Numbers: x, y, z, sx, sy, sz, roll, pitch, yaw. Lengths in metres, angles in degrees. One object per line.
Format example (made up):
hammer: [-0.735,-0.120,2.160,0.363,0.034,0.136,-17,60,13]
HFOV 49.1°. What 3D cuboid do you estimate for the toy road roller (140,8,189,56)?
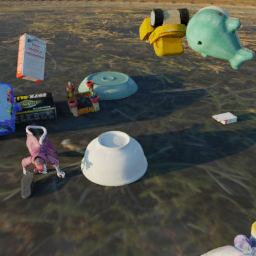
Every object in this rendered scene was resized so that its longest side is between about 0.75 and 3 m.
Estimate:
toy road roller: [1.104,-2.759,8.521,1.096,1.302,1.784,-6,1,-12]

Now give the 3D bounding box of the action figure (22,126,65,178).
action figure: [-2.377,0.728,7.910,1.136,1.263,1.696,-1,15,-14]

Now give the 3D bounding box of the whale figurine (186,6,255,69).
whale figurine: [2.401,-2.276,7.480,1.923,1.530,0.998,43,61,-3]

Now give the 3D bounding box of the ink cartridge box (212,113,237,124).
ink cartridge box: [3.670,-0.346,10.702,0.834,0.210,0.455,-12,32,-18]

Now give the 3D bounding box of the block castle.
block castle: [-1.896,-1.343,11.595,1.229,0.863,1.840,-14,34,-6]

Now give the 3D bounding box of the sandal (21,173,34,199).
sandal: [-2.681,1.550,7.467,0.325,0.183,0.854,-9,40,-2]

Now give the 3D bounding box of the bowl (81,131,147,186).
bowl: [-0.409,0.703,8.190,1.999,0.898,1.999,-1,30,0]

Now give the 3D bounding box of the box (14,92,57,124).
box: [-4.021,-0.808,11.210,2.106,0.520,1.682,-9,30,-16]

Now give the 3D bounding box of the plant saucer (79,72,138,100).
plant saucer: [-0.962,-2.180,13.596,2.889,0.519,2.889,0,30,0]

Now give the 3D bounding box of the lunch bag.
lunch bag: [-5.269,-0.684,9.639,2.978,1.401,2.242,-7,47,-16]

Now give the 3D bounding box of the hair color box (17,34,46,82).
hair color box: [-3.158,-2.272,9.188,0.437,1.367,0.758,-3,-8,45]

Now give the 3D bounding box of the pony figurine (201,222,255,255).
pony figurine: [2.199,2.373,4.593,1.988,2.059,1.715,-23,42,-8]
